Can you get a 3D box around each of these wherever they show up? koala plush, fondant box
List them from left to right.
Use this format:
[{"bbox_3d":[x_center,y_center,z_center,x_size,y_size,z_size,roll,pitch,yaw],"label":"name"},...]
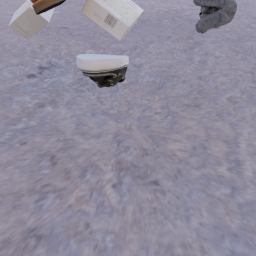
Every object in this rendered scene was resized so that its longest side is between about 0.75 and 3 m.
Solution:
[{"bbox_3d":[-0.339,-2.960,7.077,1.154,0.466,1.599,35,37,-9],"label":"fondant box"},{"bbox_3d":[2.348,-3.126,7.605,1.068,1.031,1.162,-5,13,15],"label":"koala plush"}]

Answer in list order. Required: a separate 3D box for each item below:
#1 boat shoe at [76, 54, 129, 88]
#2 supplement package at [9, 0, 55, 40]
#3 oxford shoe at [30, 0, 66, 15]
[{"bbox_3d":[-0.405,-1.165,5.748,0.793,0.654,2.312,6,15,11],"label":"boat shoe"},{"bbox_3d":[-3.055,-3.514,8.876,1.246,0.731,0.729,-18,51,37],"label":"supplement package"},{"bbox_3d":[-1.177,-3.426,6.184,2.521,0.898,0.899,-41,24,-32],"label":"oxford shoe"}]
